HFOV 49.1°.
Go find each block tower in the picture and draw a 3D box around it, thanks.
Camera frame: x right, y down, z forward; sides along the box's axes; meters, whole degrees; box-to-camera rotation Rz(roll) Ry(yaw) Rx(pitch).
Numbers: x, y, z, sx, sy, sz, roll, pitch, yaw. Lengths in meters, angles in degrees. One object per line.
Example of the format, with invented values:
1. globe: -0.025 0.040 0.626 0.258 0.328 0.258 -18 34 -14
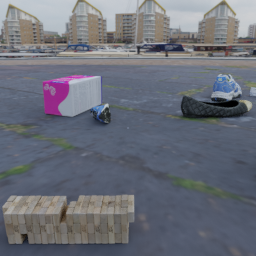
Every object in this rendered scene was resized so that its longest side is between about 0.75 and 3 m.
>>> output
1. block tower: -0.631 0.998 3.080 1.407 0.407 0.380 -2 17 1

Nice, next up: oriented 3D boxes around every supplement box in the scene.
1. supplement box: -1.691 -1.083 8.932 0.998 1.019 1.971 7 20 20

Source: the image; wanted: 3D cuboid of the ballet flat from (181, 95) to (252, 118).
1. ballet flat: 2.628 -0.668 8.180 2.211 0.628 0.735 -3 17 -11

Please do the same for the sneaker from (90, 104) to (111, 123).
1. sneaker: -0.760 -0.367 7.678 0.528 0.465 1.184 -11 11 1

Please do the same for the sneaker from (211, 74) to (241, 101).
1. sneaker: 3.928 -1.647 10.951 0.905 0.920 2.389 7 17 28

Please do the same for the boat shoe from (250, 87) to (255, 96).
1. boat shoe: 5.510 -1.483 11.306 1.175 0.392 0.432 -3 17 -11
